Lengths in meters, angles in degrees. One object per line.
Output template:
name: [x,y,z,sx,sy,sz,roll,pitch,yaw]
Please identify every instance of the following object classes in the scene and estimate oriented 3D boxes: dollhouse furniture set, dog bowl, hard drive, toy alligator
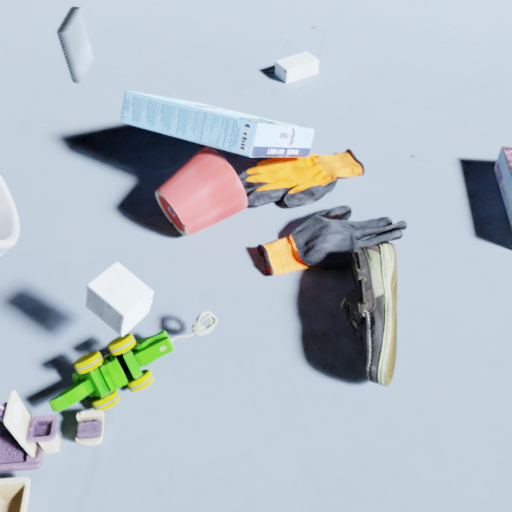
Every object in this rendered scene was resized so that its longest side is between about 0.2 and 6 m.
dollhouse furniture set: [-2.577,2.461,6.285,1.428,1.279,1.802,-4,48,-3]
dog bowl: [-3.491,-0.785,6.237,0.634,2.161,2.161,-29,51,1]
hard drive: [-2.362,-2.753,7.331,0.129,0.783,0.547,9,57,5]
toy alligator: [-1.682,1.399,7.723,2.433,0.721,0.660,-28,13,-23]

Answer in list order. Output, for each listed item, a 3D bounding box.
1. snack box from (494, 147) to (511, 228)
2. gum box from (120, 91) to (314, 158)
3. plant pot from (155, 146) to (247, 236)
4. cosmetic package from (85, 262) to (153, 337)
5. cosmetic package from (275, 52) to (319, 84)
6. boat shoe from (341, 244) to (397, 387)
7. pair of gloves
snack box: [5.304,-1.017,9.906,1.626,0.606,2.286,4,48,4]
gum box: [-0.645,-2.368,10.199,2.717,0.605,2.309,20,17,25]
plant pot: [-0.988,-1.031,9.558,1.166,1.317,1.317,-35,56,-16]
cosmetic package: [-1.685,0.531,6.901,0.626,0.524,0.520,37,51,11]
cosmetic package: [0.955,-4.439,13.190,0.931,0.378,0.525,-24,52,-19]
boat shoe: [1.644,0.803,8.163,0.798,0.901,2.461,1,42,13]
pair of gloves: [1.060,-0.900,9.981,2.607,0.362,2.927,-13,50,-12]
